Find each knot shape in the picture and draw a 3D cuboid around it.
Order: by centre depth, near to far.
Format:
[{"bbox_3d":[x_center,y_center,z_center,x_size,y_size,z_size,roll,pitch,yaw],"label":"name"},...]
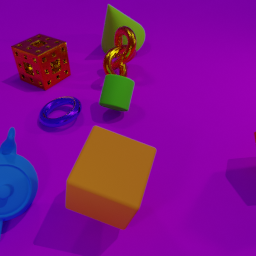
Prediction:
[{"bbox_3d":[-0.192,-2.296,8.575,0.789,1.598,1.708,19,34,1],"label":"knot shape"}]

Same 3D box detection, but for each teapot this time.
[{"bbox_3d":[-2.168,0.974,4.876,1.232,1.981,0.970,9,-6,-25],"label":"teapot"}]

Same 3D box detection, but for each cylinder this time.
[{"bbox_3d":[-0.293,-0.902,7.332,0.788,0.788,0.788,12,86,14],"label":"cylinder"}]

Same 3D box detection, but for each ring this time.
[{"bbox_3d":[-1.764,-0.439,7.304,1.160,0.232,1.160,-9,40,8],"label":"ring"}]

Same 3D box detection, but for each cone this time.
[{"bbox_3d":[-0.403,-3.578,9.567,1.673,1.679,1.673,-6,66,14],"label":"cone"}]

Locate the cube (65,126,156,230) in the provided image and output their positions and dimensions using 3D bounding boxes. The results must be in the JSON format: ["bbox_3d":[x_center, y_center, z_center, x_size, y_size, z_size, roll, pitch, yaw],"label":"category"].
[{"bbox_3d":[-0.301,0.839,4.630,1.099,1.099,1.099,21,53,1],"label":"cube"}]

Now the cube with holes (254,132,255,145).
[{"bbox_3d":[3.162,0.405,5.407,0.892,0.892,0.892,4,71,-12],"label":"cube with holes"}]

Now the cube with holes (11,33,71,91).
[{"bbox_3d":[-2.633,-2.057,8.636,1.136,1.136,1.136,23,46,24],"label":"cube with holes"}]
